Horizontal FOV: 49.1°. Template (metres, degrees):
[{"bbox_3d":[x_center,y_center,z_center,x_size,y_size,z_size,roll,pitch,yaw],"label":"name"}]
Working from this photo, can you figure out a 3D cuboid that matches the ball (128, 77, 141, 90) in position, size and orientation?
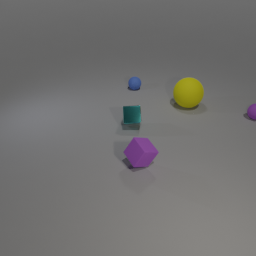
[{"bbox_3d":[0.365,-2.408,15.047,0.700,0.700,0.700,0,31,0],"label":"ball"}]

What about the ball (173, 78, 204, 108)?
[{"bbox_3d":[2.815,-1.644,13.056,1.400,1.400,1.400,0,31,0],"label":"ball"}]

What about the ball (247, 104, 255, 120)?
[{"bbox_3d":[5.566,-0.716,12.182,0.700,0.700,0.700,0,31,0],"label":"ball"}]

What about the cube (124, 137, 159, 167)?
[{"bbox_3d":[0.424,0.793,9.166,0.700,0.700,0.700,6,37,-45],"label":"cube"}]

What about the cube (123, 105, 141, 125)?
[{"bbox_3d":[0.177,-0.519,11.457,0.700,0.700,0.700,-3,-3,3],"label":"cube"}]
